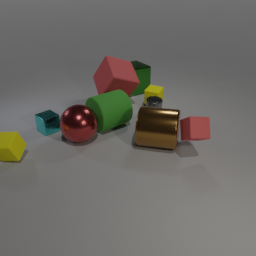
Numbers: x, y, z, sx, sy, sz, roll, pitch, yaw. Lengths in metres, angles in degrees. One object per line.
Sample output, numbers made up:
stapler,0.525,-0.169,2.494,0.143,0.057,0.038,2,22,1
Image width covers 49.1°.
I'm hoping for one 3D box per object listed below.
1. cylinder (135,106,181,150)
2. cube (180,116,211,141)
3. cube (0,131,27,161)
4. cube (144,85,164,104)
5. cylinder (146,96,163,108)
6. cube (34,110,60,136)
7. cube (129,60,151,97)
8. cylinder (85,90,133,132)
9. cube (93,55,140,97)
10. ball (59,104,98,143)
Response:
cylinder,1.075,-0.009,9.860,1.400,1.400,1.400,6,29,13
cube,2.151,0.031,9.000,0.700,0.700,0.700,1,-8,-16
cube,-3.888,0.603,9.154,0.700,0.700,0.700,-2,48,13
cube,1.210,-1.521,13.082,0.700,0.700,0.700,15,38,22
cylinder,1.136,-0.939,12.255,0.700,0.700,0.700,2,34,-1
cube,-3.155,-0.218,11.028,0.700,0.700,0.700,-25,38,-39
cube,0.231,-2.617,14.685,1.400,1.400,1.400,-16,32,-27
cylinder,-0.763,-0.699,11.152,1.400,1.400,1.400,-20,35,-33
cube,-0.566,-2.207,12.808,1.400,1.400,1.400,6,51,-35
ball,-1.782,-0.160,10.205,1.400,1.400,1.400,0,29,0
